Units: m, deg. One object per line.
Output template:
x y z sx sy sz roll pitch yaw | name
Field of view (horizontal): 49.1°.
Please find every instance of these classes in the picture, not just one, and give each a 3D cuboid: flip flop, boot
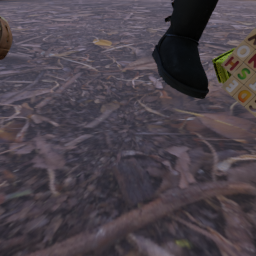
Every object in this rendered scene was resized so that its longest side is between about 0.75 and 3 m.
-2.620 -1.711 5.473 0.731 1.029 2.538 26 12 -16 | flip flop
1.492 -2.243 6.411 1.022 2.263 2.762 12 33 -20 | boot

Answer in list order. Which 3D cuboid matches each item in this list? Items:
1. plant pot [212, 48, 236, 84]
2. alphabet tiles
2.694 -1.559 7.226 0.832 0.836 0.759 -28 26 -2 | plant pot
2.921 -1.022 5.538 1.992 1.665 0.075 49 22 21 | alphabet tiles
